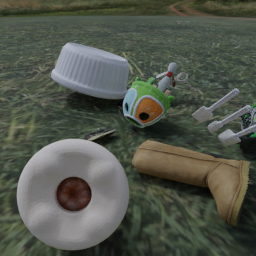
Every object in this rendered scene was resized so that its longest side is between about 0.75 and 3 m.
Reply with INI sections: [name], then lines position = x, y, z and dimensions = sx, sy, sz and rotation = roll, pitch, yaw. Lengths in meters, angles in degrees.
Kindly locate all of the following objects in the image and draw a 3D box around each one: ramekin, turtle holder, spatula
[ramekin]
position = -1.107, -1.888, 9.015
dimensions = 2.517, 1.172, 2.517
rotation = 15, 19, -5
[turtle holder]
position = 0.329, -0.633, 7.206
dimensions = 1.502, 1.141, 1.066
rotation = 25, 78, 43
[spatula]
position = 1.834, -0.143, 5.065
dimensions = 0.982, 1.412, 0.113
rotation = 46, 67, 2

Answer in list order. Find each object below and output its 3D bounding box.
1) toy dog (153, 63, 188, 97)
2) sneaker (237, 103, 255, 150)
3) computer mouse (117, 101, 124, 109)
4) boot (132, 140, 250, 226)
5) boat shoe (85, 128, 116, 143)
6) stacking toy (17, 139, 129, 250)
[toy dog]
position = 1.202, -1.391, 8.933
dimensions = 1.309, 0.630, 0.863
rotation = -41, 78, -11
[sneaker]
position = 2.757, -0.054, 6.331
dimensions = 0.710, 0.650, 1.667
rotation = 53, 40, 5
[computer mouse]
position = 0.095, -0.686, 8.386
dimensions = 0.724, 0.237, 1.032
rotation = -12, 28, -25
[boot]
position = 0.989, 0.836, 4.843
dimensions = 1.980, 0.655, 1.734
rotation = 12, 17, 22
[boat shoe]
position = -0.644, 0.125, 6.578
dimensions = 0.796, 0.284, 0.262
rotation = -24, 75, -34
[stacking toy]
position = -0.725, 0.838, 4.282
dimensions = 1.390, 1.390, 1.903
rotation = -2, 0, -3
